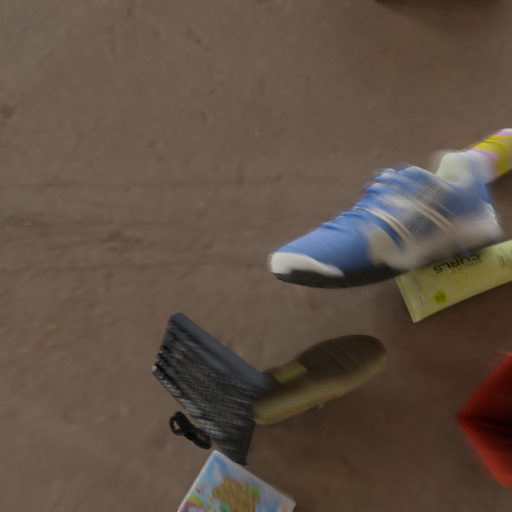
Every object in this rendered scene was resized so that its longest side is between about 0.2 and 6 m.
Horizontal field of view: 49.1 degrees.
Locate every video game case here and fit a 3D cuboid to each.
[{"bbox_3d":[-0.304,3.279,7.017,1.241,0.137,1.130,33,69,3],"label":"video game case"}]

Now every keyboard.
[{"bbox_3d":[-0.699,1.611,6.585,0.285,2.220,1.333,10,98,-33],"label":"keyboard"}]

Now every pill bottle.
[{"bbox_3d":[3.785,-1.591,8.704,1.109,0.578,0.578,-31,73,-11],"label":"pill bottle"}]

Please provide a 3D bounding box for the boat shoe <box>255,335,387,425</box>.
[{"bbox_3d":[0.787,1.683,7.439,2.014,0.767,0.722,-20,40,4],"label":"boat shoe"}]

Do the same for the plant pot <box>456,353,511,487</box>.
[{"bbox_3d":[3.434,2.113,6.889,1.028,1.165,1.166,24,111,-22],"label":"plant pot"}]

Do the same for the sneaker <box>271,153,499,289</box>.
[{"bbox_3d":[1.695,-0.456,7.567,3.463,1.311,1.334,-18,102,-24],"label":"sneaker"}]

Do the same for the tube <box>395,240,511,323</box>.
[{"bbox_3d":[3.087,0.276,8.085,2.076,0.539,0.602,-18,32,-2],"label":"tube"}]
